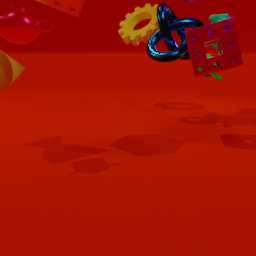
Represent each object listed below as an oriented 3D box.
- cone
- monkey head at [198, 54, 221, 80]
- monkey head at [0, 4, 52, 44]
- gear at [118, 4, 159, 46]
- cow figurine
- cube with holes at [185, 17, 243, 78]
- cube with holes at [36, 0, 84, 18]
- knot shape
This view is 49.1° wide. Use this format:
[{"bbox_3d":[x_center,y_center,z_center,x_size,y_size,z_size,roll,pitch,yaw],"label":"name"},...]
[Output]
[{"bbox_3d":[-2.813,-1.422,6.775,0.933,0.933,0.937,6,16,21],"label":"cone"},{"bbox_3d":[2.295,-1.797,8.340,0.756,0.634,1.051,-28,49,-29],"label":"monkey head"},{"bbox_3d":[-2.009,-1.950,5.125,1.136,0.817,0.685,-1,-2,-24],"label":"monkey head"},{"bbox_3d":[0.528,-3.925,10.600,1.818,1.818,0.336,12,-23,34],"label":"gear"},{"bbox_3d":[3.178,-3.255,9.546,1.342,1.364,0.749,-19,55,-28],"label":"cow figurine"},{"bbox_3d":[1.984,-1.827,6.604,1.043,1.043,1.043,-13,7,15],"label":"cube with holes"},{"bbox_3d":[-1.359,-3.346,6.132,1.053,1.053,1.053,17,54,-17],"label":"cube with holes"},{"bbox_3d":[1.415,-3.018,8.768,2.008,1.879,0.928,-21,0,-19],"label":"knot shape"}]
